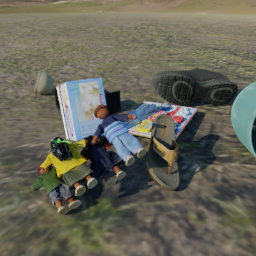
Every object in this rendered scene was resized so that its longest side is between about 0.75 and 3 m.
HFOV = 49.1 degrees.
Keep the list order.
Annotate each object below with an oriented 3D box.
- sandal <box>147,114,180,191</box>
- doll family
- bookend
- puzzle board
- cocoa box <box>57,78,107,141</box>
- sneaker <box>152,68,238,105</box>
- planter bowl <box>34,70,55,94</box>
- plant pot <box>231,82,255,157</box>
[{"bbox_3d":[0.841,0.427,6.005,0.737,0.492,1.803,16,59,-14],"label":"sandal"},{"bbox_3d":[-0.805,0.489,5.531,2.419,0.949,1.398,-27,58,-22],"label":"doll family"},{"bbox_3d":[-1.357,-0.957,9.402,1.617,0.745,1.607,-19,33,-33],"label":"bookend"},{"bbox_3d":[0.861,-0.329,8.390,1.875,0.217,2.489,12,27,24],"label":"puzzle board"},{"bbox_3d":[-1.158,-0.477,7.358,1.001,1.500,0.984,-12,6,-25],"label":"cocoa box"},{"bbox_3d":[2.223,-1.546,9.801,2.991,1.136,1.357,5,39,-14],"label":"sneaker"},{"bbox_3d":[-3.167,-1.688,10.726,0.610,0.906,0.906,14,24,-16],"label":"planter bowl"},{"bbox_3d":[3.520,-0.262,6.776,2.115,2.115,1.697,-3,18,-6],"label":"plant pot"}]
